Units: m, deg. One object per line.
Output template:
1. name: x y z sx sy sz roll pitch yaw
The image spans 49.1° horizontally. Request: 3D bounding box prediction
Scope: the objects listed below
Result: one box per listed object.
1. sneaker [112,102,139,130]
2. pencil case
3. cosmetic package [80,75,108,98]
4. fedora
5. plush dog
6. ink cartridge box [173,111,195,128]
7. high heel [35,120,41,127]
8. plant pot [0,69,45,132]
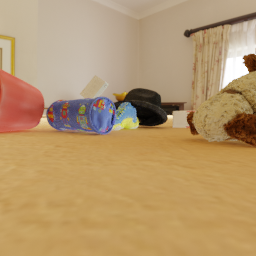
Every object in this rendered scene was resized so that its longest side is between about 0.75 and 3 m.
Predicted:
1. sneaker: -0.353 -0.433 9.976 0.718 0.996 1.896 3 4 38
2. pencil case: -1.482 -0.389 8.775 1.193 1.071 2.746 16 -8 -40
3. cosmetic package: -1.484 -1.677 12.194 0.838 1.112 0.287 39 -1 37
4. fedora: 0.530 -0.945 11.430 2.414 1.102 2.414 13 -20 5
5. plush dog: 2.369 -0.403 6.018 2.039 1.905 2.374 -29 14 -22
6. ink cartridge box: 2.538 -0.374 11.613 1.164 0.678 1.608 1 4 18
7. high heel: -4.007 -0.240 10.628 1.395 0.470 0.669 -4 -9 27
8. plant pot: -3.932 -0.790 9.061 2.152 2.152 1.904 2 -6 31
